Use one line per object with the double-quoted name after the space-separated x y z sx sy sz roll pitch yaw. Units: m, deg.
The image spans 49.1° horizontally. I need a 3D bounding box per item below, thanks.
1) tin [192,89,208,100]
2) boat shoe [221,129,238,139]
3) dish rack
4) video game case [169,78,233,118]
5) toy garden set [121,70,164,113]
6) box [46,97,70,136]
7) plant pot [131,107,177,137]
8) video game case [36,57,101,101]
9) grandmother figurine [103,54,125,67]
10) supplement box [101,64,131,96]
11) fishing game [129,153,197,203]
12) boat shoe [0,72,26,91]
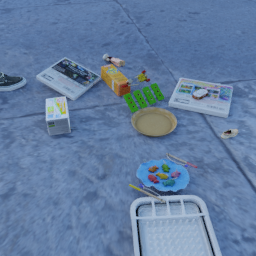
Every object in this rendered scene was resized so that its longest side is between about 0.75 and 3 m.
3.259 -1.535 12.634 0.850 0.178 0.476 -28 42 -29 "tin"
4.014 0.182 10.954 0.809 0.280 0.298 -20 44 -22 "boat shoe"
1.201 2.992 7.394 2.170 0.551 2.529 -2 40 -4 "dish rack"
3.405 -1.461 12.909 2.565 0.304 2.335 13 41 16 "video game case"
0.506 -1.634 12.453 1.881 0.375 1.568 -25 84 -30 "toy garden set"
-2.854 -0.522 11.402 0.861 0.776 1.531 -9 41 -10 "box"
1.059 -0.221 11.463 1.861 0.256 1.861 0 41 0 "plant pot"
-2.873 -2.459 13.714 2.315 0.270 2.105 30 51 15 "video game case"
-0.871 -3.801 15.651 1.414 0.428 0.858 28 20 33 "grandmother figurine"
-0.632 -2.365 13.683 0.682 0.706 2.051 -19 42 -23 "supplement box"
1.140 1.418 9.057 1.744 0.379 2.436 23 33 33 "fishing game"
-6.133 -2.270 13.468 2.277 0.807 0.821 -10 41 -11 "boat shoe"
